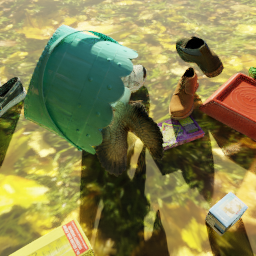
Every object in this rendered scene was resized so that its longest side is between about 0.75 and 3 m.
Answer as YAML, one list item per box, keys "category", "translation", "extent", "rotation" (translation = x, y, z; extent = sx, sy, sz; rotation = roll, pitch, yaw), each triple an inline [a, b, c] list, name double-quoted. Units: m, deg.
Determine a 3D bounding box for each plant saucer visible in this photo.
- category: "plant saucer"
  translation: [4.642, -0.957, 10.572]
  extent: [2.845, 0.523, 2.850]
  rotation: [34, 56, 27]

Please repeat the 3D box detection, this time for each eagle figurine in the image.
- category: "eagle figurine"
  translation: [0.036, 0.009, 9.009]
  extent: [1.912, 1.922, 2.533]
  rotation: [13, 41, -15]

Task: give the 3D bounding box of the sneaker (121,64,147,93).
- category: "sneaker"
  translation: [-0.362, -1.992, 10.989]
  extent: [2.944, 1.290, 1.113]
  rotation: [-32, 53, -27]

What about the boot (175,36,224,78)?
- category: "boot"
  translation: [1.984, -2.514, 8.549]
  extent: [0.861, 1.117, 2.304]
  rotation: [-42, 43, 7]

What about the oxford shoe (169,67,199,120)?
- category: "oxford shoe"
  translation: [2.072, -1.355, 10.565]
  extent: [0.934, 0.933, 2.619]
  rotation: [4, 47, 22]

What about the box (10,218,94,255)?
- category: "box"
  translation: [-2.200, 3.318, 6.587]
  extent: [2.696, 0.676, 1.015]
  rotation: [-25, 53, -21]

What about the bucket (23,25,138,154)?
- category: "bucket"
  translation: [-1.154, -0.993, 6.983]
  extent: [1.901, 2.921, 2.921]
  rotation: [22, 49, -8]

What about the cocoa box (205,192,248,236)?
- category: "cocoa box"
  translation: [2.642, 2.309, 7.550]
  extent: [0.924, 0.606, 0.616]
  rotation: [-30, 55, -24]

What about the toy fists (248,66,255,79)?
- category: "toy fists"
  translation: [5.309, -2.270, 11.659]
  extent: [0.584, 0.394, 1.146]
  rotation: [29, 30, 7]

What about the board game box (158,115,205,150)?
- category: "board game box"
  translation: [1.649, 0.134, 9.775]
  extent: [1.731, 0.280, 1.039]
  rotation: [-17, 46, -14]

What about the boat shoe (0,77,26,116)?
- category: "boat shoe"
  translation: [-4.910, -0.942, 10.274]
  extent: [0.990, 0.916, 2.682]
  rotation: [29, 54, 24]
